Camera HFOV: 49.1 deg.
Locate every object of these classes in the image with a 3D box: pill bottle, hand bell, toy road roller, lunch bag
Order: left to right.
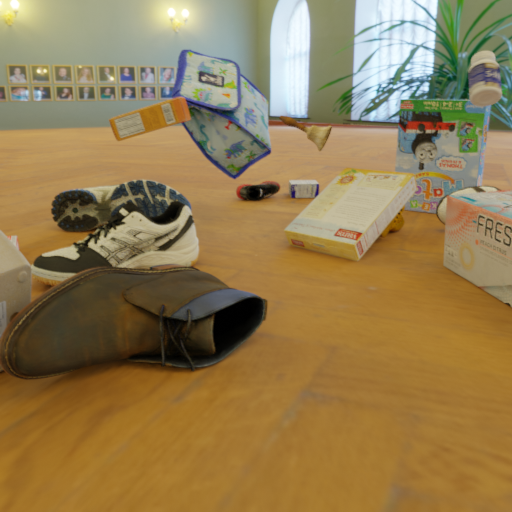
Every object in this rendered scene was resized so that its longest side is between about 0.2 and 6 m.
[{"bbox_3d":[-0.949,-3.722,14.103,2.703,1.722,2.298,33,38,-33],"label":"lunch bag"},{"bbox_3d":[1.116,-3.067,13.465,1.247,0.650,0.650,27,23,9],"label":"hand bell"},{"bbox_3d":[2.980,-0.902,13.526,1.021,1.213,1.661,13,58,41],"label":"toy road roller"},{"bbox_3d":[4.424,-3.450,10.858,0.571,0.953,0.571,4,-20,1],"label":"pill bottle"}]

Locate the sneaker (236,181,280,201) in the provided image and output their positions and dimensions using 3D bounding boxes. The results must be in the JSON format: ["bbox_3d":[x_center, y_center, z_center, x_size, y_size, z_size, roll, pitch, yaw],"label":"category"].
[{"bbox_3d":[0.159,-2.022,17.576,1.493,0.528,0.729,-10,19,-24],"label":"sneaker"}]

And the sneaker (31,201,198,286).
[{"bbox_3d":[-2.635,-0.319,10.554,3.188,1.397,1.206,-13,23,-31],"label":"sneaker"}]

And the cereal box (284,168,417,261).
[{"bbox_3d":[2.127,-1.023,12.538,1.891,0.520,2.629,15,50,42],"label":"cereal box"}]

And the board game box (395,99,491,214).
[{"bbox_3d":[5.044,-2.717,15.454,2.341,3.095,0.566,11,20,34],"label":"board game box"}]

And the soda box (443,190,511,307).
[{"bbox_3d":[4.700,0.063,9.018,1.396,1.502,4.392,-6,18,-8],"label":"soda box"}]

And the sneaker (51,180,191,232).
[{"bbox_3d":[-3.261,-1.329,14.108,3.431,1.322,1.461,2,13,7],"label":"sneaker"}]

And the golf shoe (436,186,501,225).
[{"bbox_3d":[5.527,-0.869,12.671,3.141,1.221,1.484,10,20,34],"label":"golf shoe"}]

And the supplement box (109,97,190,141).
[{"bbox_3d":[-1.469,-1.897,7.767,1.049,0.361,0.349,-13,15,8],"label":"supplement box"}]

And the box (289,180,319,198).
[{"bbox_3d":[1.535,-2.159,18.104,0.902,0.473,0.830,-1,16,-2],"label":"box"}]

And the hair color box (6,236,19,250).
[{"bbox_3d":[-5.530,0.007,10.954,1.642,0.525,0.911,-8,19,-20],"label":"hair color box"}]

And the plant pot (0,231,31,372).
[{"bbox_3d":[-3.931,0.603,6.813,1.821,2.055,2.057,20,23,22],"label":"plant pot"}]

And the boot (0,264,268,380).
[{"bbox_3d":[-1.336,0.810,7.094,1.639,1.264,3.382,9,17,34],"label":"boot"}]
